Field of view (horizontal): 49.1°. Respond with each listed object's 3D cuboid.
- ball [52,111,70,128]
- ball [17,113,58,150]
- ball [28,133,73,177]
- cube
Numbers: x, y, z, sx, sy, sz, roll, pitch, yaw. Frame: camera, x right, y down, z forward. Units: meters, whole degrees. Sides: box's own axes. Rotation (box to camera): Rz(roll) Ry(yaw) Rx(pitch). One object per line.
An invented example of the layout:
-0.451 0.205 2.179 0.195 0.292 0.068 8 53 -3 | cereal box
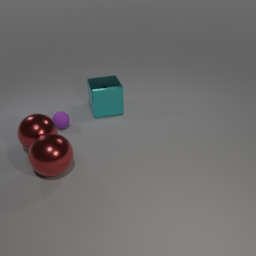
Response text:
-2.780 -0.346 11.635 0.700 0.700 0.700 0 31 0 | ball
-3.268 0.172 10.171 1.400 1.400 1.400 0 31 0 | ball
-2.469 0.855 9.021 1.400 1.400 1.400 0 31 0 | ball
-1.040 -1.458 12.865 1.400 1.400 1.400 -9 32 -12 | cube
